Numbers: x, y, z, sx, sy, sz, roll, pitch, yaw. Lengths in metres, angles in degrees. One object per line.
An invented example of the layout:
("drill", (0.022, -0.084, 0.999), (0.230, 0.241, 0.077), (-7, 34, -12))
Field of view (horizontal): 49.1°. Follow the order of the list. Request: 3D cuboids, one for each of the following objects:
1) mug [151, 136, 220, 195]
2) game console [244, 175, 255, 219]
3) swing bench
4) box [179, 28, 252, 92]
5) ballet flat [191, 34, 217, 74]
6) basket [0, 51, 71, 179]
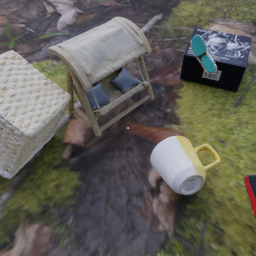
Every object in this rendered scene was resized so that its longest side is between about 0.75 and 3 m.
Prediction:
("mug", (1.214, 0.778, 5.970), (1.258, 1.007, 1.033), (-45, 36, 13))
("game console", (2.720, 1.489, 5.156), (1.471, 0.228, 1.301), (8, 65, -41))
("swing bench", (-0.555, -1.403, 7.386), (2.223, 2.235, 1.450), (-37, 52, -28))
("box", (2.814, -2.252, 9.047), (1.893, 0.986, 1.724), (16, 50, 13))
("ballet flat", (2.143, -2.063, 8.025), (0.436, 0.436, 1.216), (-24, 89, -21))
("basket", (-2.620, -0.366, 6.258), (1.949, 1.582, 1.967), (38, 35, -5))
